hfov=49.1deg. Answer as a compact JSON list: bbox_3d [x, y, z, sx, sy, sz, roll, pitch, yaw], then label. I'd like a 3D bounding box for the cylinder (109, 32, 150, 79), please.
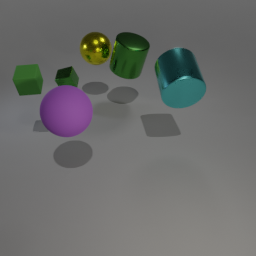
[{"bbox_3d":[0.045,-2.974,11.535,1.400,1.400,1.400,10,43,-10],"label":"cylinder"}]

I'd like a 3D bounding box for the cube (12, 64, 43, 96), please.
[{"bbox_3d":[-3.169,-1.533,8.930,0.700,0.700,0.700,-5,50,-2],"label":"cube"}]

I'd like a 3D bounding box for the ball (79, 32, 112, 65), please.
[{"bbox_3d":[-1.392,-3.432,12.129,1.400,1.400,1.400,0,33,0],"label":"ball"}]

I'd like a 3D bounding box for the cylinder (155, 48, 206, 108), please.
[{"bbox_3d":[1.648,-1.590,9.008,1.400,1.400,1.400,-3,53,-5],"label":"cylinder"}]

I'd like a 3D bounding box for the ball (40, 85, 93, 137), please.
[{"bbox_3d":[-1.657,-0.448,7.574,1.400,1.400,1.400,0,33,0],"label":"ball"}]

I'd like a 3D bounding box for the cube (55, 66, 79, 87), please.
[{"bbox_3d":[-2.545,-2.042,11.738,0.700,0.700,0.700,-11,49,14],"label":"cube"}]
